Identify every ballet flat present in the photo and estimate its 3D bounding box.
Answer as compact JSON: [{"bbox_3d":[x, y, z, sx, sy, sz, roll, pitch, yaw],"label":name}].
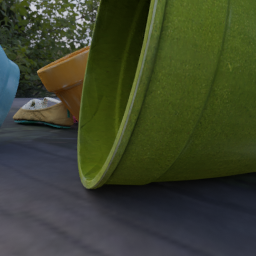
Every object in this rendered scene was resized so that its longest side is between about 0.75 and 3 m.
[{"bbox_3d":[-2.650,-0.521,8.774,2.751,0.867,0.944,6,4,37],"label":"ballet flat"}]

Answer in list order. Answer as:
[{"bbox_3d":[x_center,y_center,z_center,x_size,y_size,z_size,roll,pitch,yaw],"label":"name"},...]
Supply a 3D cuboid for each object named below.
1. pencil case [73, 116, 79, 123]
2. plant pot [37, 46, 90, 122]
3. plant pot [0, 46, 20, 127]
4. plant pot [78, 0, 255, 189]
[{"bbox_3d":[-1.555,-0.388,8.996,0.614,0.595,1.310,2,4,-28],"label":"pencil case"},{"bbox_3d":[-1.002,-1.078,7.525,2.122,1.943,2.122,-21,20,8],"label":"plant pot"},{"bbox_3d":[-3.338,-0.848,5.241,1.969,2.938,2.938,24,-10,-39],"label":"plant pot"},{"bbox_3d":[1.067,-0.604,3.488,2.846,2.956,2.956,10,5,-16],"label":"plant pot"}]
